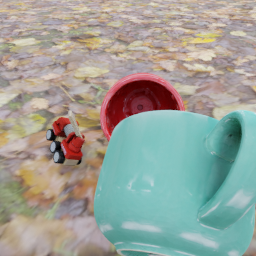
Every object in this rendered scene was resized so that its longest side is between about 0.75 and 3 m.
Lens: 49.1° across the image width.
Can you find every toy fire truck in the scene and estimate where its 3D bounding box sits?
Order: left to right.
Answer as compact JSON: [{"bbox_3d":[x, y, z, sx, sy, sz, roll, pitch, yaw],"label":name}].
[{"bbox_3d":[-1.229,0.075,5.844,0.747,1.162,1.023,12,35,-41],"label":"toy fire truck"}]

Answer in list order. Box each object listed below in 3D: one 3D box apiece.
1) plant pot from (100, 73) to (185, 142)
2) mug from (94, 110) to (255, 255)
[{"bbox_3d":[0.332,-0.377,6.444,1.779,1.779,1.620,2,13,3],"label":"plant pot"},{"bbox_3d":[0.579,0.916,3.790,2.175,2.647,1.637,5,59,16],"label":"mug"}]
